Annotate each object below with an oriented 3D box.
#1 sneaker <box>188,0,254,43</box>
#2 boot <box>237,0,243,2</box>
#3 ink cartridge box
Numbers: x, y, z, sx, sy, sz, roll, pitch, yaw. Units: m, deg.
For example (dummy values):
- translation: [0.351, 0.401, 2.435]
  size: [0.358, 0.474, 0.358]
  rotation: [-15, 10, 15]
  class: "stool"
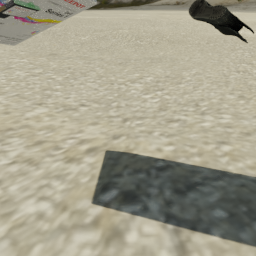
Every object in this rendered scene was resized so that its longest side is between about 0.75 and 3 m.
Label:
- translation: [2.831, -3.340, 8.722]
  size: [1.133, 0.653, 2.173]
  rotation: [24, 17, -33]
  class: "sneaker"
- translation: [3.014, -3.777, 7.446]
  size: [0.296, 0.895, 0.783]
  rotation: [7, -5, 21]
  class: "boot"
- translation: [-2.016, -2.481, 5.200]
  size: [2.342, 0.984, 1.696]
  rotation: [-16, 3, 23]
  class: "ink cartridge box"
